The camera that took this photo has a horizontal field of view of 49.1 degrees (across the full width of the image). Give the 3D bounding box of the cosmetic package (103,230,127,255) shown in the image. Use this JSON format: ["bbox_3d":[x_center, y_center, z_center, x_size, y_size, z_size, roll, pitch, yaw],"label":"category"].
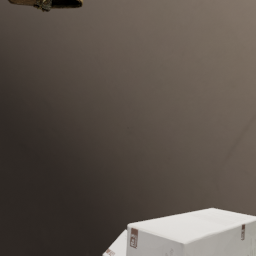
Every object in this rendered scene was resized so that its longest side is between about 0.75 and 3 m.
[{"bbox_3d":[0.157,2.683,4.936,0.897,1.590,0.645,23,43,33],"label":"cosmetic package"}]

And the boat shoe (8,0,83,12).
[{"bbox_3d":[-1.337,-2.154,4.592,1.268,0.469,0.421,-14,80,-18],"label":"boat shoe"}]

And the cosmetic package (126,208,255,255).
[{"bbox_3d":[0.917,1.742,3.571,0.841,2.073,1.170,-1,85,43],"label":"cosmetic package"}]
